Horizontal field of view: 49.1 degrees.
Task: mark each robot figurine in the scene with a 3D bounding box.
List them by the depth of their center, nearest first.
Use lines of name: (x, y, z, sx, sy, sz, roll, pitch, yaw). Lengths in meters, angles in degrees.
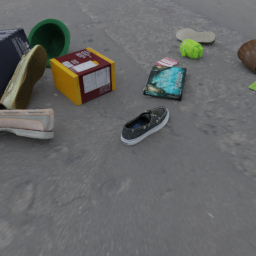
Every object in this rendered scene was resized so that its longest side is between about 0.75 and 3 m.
robot figurine: (2.813, -3.530, 12.462, 1.037, 0.684, 1.182, -20, 44, -23)

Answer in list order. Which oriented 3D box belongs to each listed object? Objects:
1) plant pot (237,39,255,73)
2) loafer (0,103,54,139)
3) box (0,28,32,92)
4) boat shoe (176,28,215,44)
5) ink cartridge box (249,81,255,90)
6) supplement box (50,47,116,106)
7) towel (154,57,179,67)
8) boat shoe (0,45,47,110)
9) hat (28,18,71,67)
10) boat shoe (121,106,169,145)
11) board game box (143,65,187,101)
plant pot: (5.207, -2.804, 11.410, 1.104, 1.104, 1.181, -3, 53, -4)
loafer: (-3.497, -0.337, 8.127, 2.849, 0.896, 1.024, 10, 4, 3)
box: (-5.282, -2.390, 10.099, 2.747, 1.430, 2.501, 4, 38, 23)
boat shoe: (3.329, -4.418, 13.795, 1.936, 0.703, 0.607, 15, -1, 25)
ink cartridge box: (6.017, -1.664, 9.952, 1.914, 0.981, 2.589, -33, 50, -32)
supplement box: (-1.605, -1.925, 10.142, 1.697, 1.127, 1.674, -28, 47, -29)
towel: (1.618, -2.742, 11.952, 0.714, 0.113, 0.992, 27, 47, 30)
boat shoe: (-3.585, -1.787, 9.661, 0.792, 0.918, 2.518, 8, 72, 20)
hat: (-3.185, -3.631, 12.877, 2.050, 2.179, 2.476, -3, 81, 12)
boat shoe: (0.584, -0.200, 8.482, 0.697, 0.575, 2.031, 29, 47, 30)
board game box: (1.438, -1.764, 10.615, 1.397, 0.291, 2.066, 9, 40, 10)
